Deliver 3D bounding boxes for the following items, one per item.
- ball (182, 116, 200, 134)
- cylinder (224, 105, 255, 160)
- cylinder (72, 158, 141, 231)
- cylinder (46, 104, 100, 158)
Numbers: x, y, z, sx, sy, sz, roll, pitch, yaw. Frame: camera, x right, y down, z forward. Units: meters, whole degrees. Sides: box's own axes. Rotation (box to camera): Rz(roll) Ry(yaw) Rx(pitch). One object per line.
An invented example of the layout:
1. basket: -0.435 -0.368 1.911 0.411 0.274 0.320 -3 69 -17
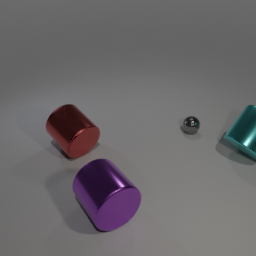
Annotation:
1. ball: 2.532 -0.127 11.199 0.700 0.700 0.700 0 33 0
2. cylinder: 4.292 0.156 9.613 1.400 1.400 1.400 -54 47 0
3. cylinder: -0.588 1.766 7.582 1.400 1.400 1.400 -19 37 -28
4. cylinder: -1.945 0.099 9.916 1.400 1.400 1.400 -27 57 -36
